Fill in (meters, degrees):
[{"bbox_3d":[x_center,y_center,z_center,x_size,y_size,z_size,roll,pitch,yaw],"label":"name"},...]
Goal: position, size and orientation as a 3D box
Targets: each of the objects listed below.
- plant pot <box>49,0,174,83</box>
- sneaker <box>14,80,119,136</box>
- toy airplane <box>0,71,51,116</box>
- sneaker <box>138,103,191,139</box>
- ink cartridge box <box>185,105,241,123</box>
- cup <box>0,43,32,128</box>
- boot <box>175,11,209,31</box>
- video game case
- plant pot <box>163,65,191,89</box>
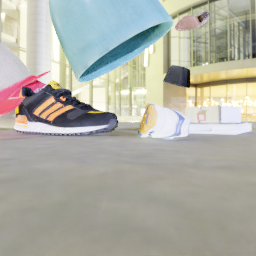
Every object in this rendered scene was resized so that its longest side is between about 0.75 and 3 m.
[{"bbox_3d":[-0.665,-2.925,7.277,2.911,2.336,2.911,-31,3,2],"label":"plant pot"},{"bbox_3d":[-1.107,-0.355,4.640,2.043,0.919,0.715,1,2,28],"label":"sneaker"},{"bbox_3d":[-2.206,-0.460,4.807,2.399,0.441,2.399,-21,15,6],"label":"toy airplane"},{"bbox_3d":[0.460,-0.040,3.717,0.571,0.487,1.295,14,6,-1],"label":"sneaker"},{"bbox_3d":[3.725,-0.540,12.362,1.432,0.839,1.981,-1,3,-31],"label":"ink cartridge box"},{"bbox_3d":[-3.481,-0.952,7.974,1.697,2.373,2.373,32,2,0],"label":"cup"},{"bbox_3d":[1.951,-3.205,8.652,1.219,0.428,0.891,-21,5,1],"label":"boot"},{"bbox_3d":[1.527,-0.014,5.563,1.500,0.193,1.650,1,2,32],"label":"video game case"},{"bbox_3d":[1.921,-1.965,10.598,0.800,0.710,0.798,23,13,38],"label":"plant pot"}]
